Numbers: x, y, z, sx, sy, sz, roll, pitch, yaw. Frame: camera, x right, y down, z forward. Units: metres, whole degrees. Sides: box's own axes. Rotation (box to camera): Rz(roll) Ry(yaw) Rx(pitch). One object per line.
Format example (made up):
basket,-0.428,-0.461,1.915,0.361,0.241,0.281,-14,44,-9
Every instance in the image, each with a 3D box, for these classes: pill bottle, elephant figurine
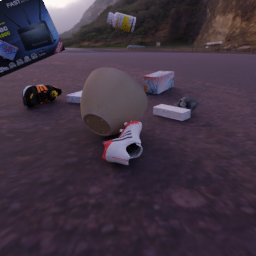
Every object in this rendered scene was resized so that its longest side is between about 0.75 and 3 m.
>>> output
pill bottle,-0.251,-4.022,10.588,1.031,0.574,0.574,14,18,-5
elephant figurine,2.178,-0.891,10.957,0.808,0.737,1.042,26,-2,-11

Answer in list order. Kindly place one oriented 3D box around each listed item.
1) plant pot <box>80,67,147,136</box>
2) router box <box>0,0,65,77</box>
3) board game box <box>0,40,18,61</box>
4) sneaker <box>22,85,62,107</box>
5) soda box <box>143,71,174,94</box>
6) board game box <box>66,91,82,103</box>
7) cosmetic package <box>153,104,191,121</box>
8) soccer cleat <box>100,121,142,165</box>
plant pot,-0.619,-0.572,8.381,2.046,2.046,1.374,10,50,26
router box,-3.596,-2.897,8.806,2.653,1.988,0.824,-28,20,-15
board game box,-3.651,-2.302,8.154,0.079,0.418,0.813,39,13,34
sneaker,-3.728,-1.502,12.373,1.070,0.832,2.379,0,16,8
soda box,1.709,-2.524,15.273,0.855,0.920,2.691,9,21,25
board game box,-1.675,-1.445,12.950,1.640,0.357,1.648,10,21,27
cosmetic package,1.614,-0.584,10.430,1.320,0.334,0.545,17,25,41
soccer cleat,0.060,0.377,7.200,0.843,0.679,1.979,20,26,19
